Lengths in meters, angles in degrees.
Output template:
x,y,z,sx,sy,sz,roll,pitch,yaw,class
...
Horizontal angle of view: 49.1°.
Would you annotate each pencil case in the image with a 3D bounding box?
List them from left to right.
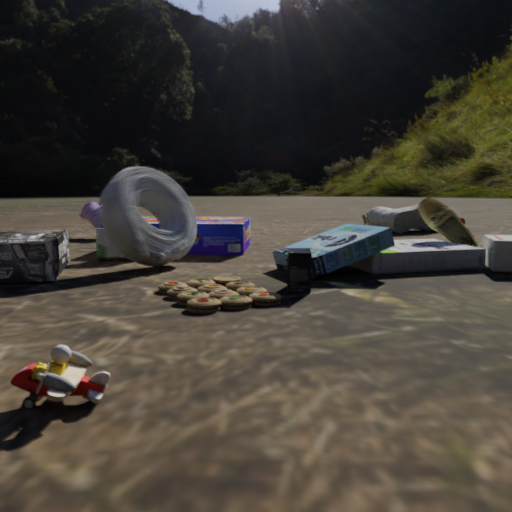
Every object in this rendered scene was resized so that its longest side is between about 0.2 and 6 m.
x,y,z,sx,sy,sz,roll,pitch,yaw,class
-4.277,-0.965,15.235,0.589,0.578,1.378,-40,45,-13,pencil case

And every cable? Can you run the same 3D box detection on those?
x,y,z,sx,sy,sz,roll,pitch,yaw,class
-1.950,-0.725,10.338,0.659,1.903,1.903,-35,-8,36,cable

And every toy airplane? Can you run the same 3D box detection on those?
x,y,z,sx,sy,sz,roll,pitch,yaw,class
-1.351,0.851,4.004,0.613,0.432,0.610,6,9,42,toy airplane

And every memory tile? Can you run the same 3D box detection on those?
x,y,z,sx,sy,sz,roll,pitch,yaw,class
-0.532,0.497,7.637,1.307,0.143,1.705,-4,8,-26,memory tile

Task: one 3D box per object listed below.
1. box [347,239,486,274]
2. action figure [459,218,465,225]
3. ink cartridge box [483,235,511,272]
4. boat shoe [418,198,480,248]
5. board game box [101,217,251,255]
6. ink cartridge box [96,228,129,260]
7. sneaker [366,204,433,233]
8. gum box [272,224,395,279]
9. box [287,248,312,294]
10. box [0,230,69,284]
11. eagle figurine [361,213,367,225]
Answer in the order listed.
x,y,z,sx,sy,sz,roll,pitch,yaw,class
2.800,-0.018,10.467,2.282,0.415,1.647,-1,8,-16,box
6.019,-1.204,18.811,0.699,0.552,2.135,-4,11,-41,action figure
4.814,-0.039,9.913,1.369,0.575,0.991,2,8,11,ink cartridge box
3.821,-0.591,11.054,0.541,1.482,0.466,-38,-9,1,boat shoe
-1.713,-0.493,12.826,3.052,0.683,2.052,1,8,4,board game box
-2.725,-0.232,11.079,0.824,0.597,0.346,-1,-10,-11,ink cartridge box
4.615,-1.264,17.567,2.527,0.931,1.460,-7,13,-34,sneaker
1.301,-0.122,9.657,1.623,0.362,1.379,-21,14,-20,gum box
0.618,0.207,8.108,0.346,0.588,0.579,0,8,2,box
-4.602,-0.007,9.305,2.692,0.670,2.123,-2,8,-13,box
4.058,-1.252,19.234,0.759,0.573,0.576,-9,-6,21,eagle figurine
